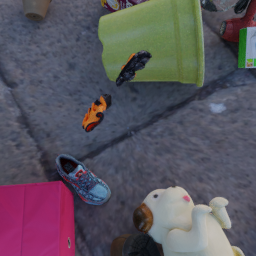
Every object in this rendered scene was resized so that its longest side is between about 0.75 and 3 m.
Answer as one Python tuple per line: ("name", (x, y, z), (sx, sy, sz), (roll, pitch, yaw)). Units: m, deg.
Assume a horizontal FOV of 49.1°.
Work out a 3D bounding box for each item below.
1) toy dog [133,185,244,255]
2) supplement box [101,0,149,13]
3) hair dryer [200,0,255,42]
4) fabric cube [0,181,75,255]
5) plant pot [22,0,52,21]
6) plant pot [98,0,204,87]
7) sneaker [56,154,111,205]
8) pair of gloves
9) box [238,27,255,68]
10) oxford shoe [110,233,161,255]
("toy dog", (1.446, 2.651, 6.625), (1.963, 2.728, 2.813), (-15, 56, -41))
("supplement box", (0.001, -4.569, 9.845), (1.940, 1.270, 1.001), (39, 74, 15))
("hair dryer", (3.903, -3.589, 9.013), (2.829, 2.154, 0.768), (27, 61, -37))
("fabric cube", (-2.258, 2.362, 6.788), (1.729, 1.696, 1.723), (-4, 66, -1))
("plant pot", (-3.306, -4.432, 9.959), (1.155, 1.155, 1.007), (3, 84, 1))
("plant pot", (0.668, -2.553, 8.390), (2.752, 2.994, 2.994), (-6, 67, 10))
("sneaker", (-1.294, 1.395, 7.593), (1.895, 0.905, 0.752), (34, 72, 13))
("pair of gloves", (-0.248, -0.708, 5.267), (0.231, 1.661, 1.865), (39, 96, -15))
("box", (4.247, -2.609, 9.098), (1.112, 0.609, 1.260), (-2, 104, -1))
("oxford shoe", (0.357, 3.922, 6.573), (1.084, 1.259, 2.984), (-10, 82, -43))
